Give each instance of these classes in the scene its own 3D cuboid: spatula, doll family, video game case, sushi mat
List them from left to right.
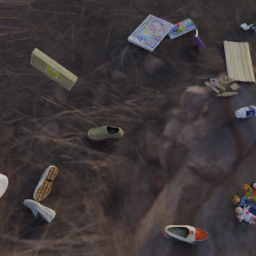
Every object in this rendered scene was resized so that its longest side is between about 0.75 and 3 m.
[{"bbox_3d":[1.143,-4.778,14.010,1.440,0.181,2.011,31,68,19],"label":"video game case"},{"bbox_3d":[3.363,-4.743,13.894,0.252,0.693,2.451,-22,49,22],"label":"spatula"},{"bbox_3d":[5.220,-3.162,13.196,1.209,0.153,2.528,3,60,3],"label":"sushi mat"},{"bbox_3d":[4.215,2.546,9.724,0.969,0.704,1.561,33,83,9],"label":"doll family"}]

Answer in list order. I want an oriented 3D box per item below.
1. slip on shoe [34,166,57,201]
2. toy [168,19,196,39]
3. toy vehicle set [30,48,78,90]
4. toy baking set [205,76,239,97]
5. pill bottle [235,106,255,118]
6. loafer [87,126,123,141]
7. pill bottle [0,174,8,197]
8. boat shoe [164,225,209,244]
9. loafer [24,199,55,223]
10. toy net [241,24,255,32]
[{"bbox_3d":[-3.023,1.975,10.122,0.402,0.504,1.327,-2,60,46],"label":"slip on shoe"},{"bbox_3d":[2.623,-5.055,14.029,1.321,0.312,0.761,-22,61,2],"label":"toy"},{"bbox_3d":[-2.444,-1.887,9.195,1.559,0.969,0.207,35,71,-15],"label":"toy vehicle set"},{"bbox_3d":[4.171,-1.821,12.418,1.400,0.163,1.074,-10,59,-2],"label":"toy baking set"},{"bbox_3d":[4.875,-0.642,11.587,0.758,0.421,0.421,-12,61,-6],"label":"pill bottle"},{"bbox_3d":[-0.913,0.149,11.092,1.455,0.491,0.553,-6,60,-4],"label":"loafer"},{"bbox_3d":[-5.237,1.823,9.857,1.720,0.975,0.975,21,62,13],"label":"pill bottle"},{"bbox_3d":[1.929,3.461,9.209,1.505,0.471,0.536,7,59,3],"label":"boat shoe"},{"bbox_3d":[-3.088,2.831,9.599,1.206,0.422,0.421,22,55,11],"label":"loafer"},{"bbox_3d":[6.295,-5.038,14.250,1.128,0.218,0.592,5,63,5],"label":"toy net"}]
